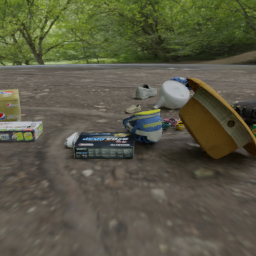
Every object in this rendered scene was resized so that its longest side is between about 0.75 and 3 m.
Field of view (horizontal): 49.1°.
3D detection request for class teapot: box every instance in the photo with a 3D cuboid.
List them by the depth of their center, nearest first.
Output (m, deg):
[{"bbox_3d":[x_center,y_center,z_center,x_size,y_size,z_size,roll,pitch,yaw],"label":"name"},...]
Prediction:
[{"bbox_3d":[1.948,-1.329,12.213,1.393,1.017,1.375,17,46,-3],"label":"teapot"}]

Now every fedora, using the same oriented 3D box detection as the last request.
[{"bbox_3d":[1.918,-0.059,6.517,0.978,2.397,2.397,-41,15,7],"label":"fedora"}]

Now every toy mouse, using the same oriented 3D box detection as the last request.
[{"bbox_3d":[1.377,-0.125,9.272,1.043,0.227,1.174,5,16,17],"label":"toy mouse"}]

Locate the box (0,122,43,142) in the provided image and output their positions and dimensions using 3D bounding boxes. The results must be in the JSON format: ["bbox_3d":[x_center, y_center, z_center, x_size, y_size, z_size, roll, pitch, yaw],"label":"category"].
[{"bbox_3d":[-3.616,0.103,8.268,1.920,0.333,1.057,-1,16,-3],"label":"box"}]

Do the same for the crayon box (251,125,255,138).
[{"bbox_3d":[3.723,0.306,6.746,1.414,0.412,0.840,9,11,-30],"label":"crayon box"}]

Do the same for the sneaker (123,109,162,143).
[{"bbox_3d":[0.393,0.026,7.932,0.781,0.869,2.112,-16,0,-12],"label":"sneaker"}]

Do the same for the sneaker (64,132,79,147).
[{"bbox_3d":[-1.526,0.317,7.666,0.314,0.298,0.779,-9,14,2],"label":"sneaker"}]

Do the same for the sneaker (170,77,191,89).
[{"bbox_3d":[3.534,-2.886,18.124,1.942,0.718,0.799,7,19,26],"label":"sneaker"}]

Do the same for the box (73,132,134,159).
[{"bbox_3d":[-0.566,0.423,7.144,1.451,0.334,1.154,0,16,1],"label":"box"}]

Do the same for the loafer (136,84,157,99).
[{"bbox_3d":[1.032,-2.018,15.052,0.698,0.697,1.997,8,18,25],"label":"loafer"}]

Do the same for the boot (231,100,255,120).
[{"bbox_3d":[4.291,-0.392,9.048,2.934,1.016,2.554,-12,15,-29],"label":"boot"}]

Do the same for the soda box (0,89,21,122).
[{"bbox_3d":[-4.562,-0.869,10.680,0.833,0.881,2.602,-6,17,-21],"label":"soda box"}]

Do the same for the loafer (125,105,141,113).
[{"bbox_3d":[0.191,-0.799,11.541,0.817,0.279,0.309,-15,21,-41],"label":"loafer"}]
